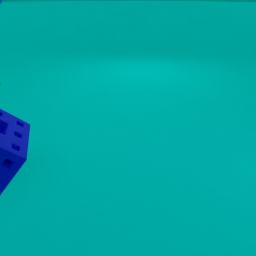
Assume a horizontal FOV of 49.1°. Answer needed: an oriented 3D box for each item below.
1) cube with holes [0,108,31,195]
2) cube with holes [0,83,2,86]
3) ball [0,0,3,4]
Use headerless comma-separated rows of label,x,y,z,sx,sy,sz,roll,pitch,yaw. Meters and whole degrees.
cube with holes,-1.802,0.269,3.338,0.862,0.862,0.862,32,15,-28
cube with holes,-3.699,-1.019,6.319,0.970,0.970,0.970,37,-9,-5
ball,-2.647,-2.525,4.898,0.931,0.931,0.931,0,27,0
